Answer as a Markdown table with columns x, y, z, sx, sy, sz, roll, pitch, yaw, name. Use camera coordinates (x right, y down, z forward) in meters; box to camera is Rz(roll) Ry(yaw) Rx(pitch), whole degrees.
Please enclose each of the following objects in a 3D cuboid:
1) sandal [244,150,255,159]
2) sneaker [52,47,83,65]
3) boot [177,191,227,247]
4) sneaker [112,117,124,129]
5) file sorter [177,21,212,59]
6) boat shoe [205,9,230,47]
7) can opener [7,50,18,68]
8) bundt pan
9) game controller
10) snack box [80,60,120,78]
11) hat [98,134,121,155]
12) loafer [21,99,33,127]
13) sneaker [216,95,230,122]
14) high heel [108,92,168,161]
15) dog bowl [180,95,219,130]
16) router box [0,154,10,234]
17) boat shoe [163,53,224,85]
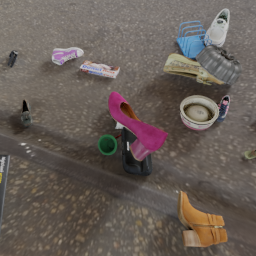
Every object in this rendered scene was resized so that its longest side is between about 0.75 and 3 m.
| x | y | z | sx | sy | sz | roll | pitch | yaw | name |
| --- | --- | --- | --- | --- | --- | --- | --- | --- | --- |
| 4.425 | 0.875 | 9.767 | 0.804 | 0.230 | 0.319 | -7 | 53 | -5 | sandal |
| -2.769 | -3.217 | 12.818 | 1.423 | 0.516 | 0.811 | -3 | 58 | 7 | sneaker |
| 2.137 | 2.600 | 8.174 | 1.253 | 0.619 | 1.614 | -5 | 54 | -2 | boot |
| -0.262 | -0.586 | 10.784 | 0.665 | 0.572 | 1.571 | 5 | 52 | -20 | sneaker |
| 3.108 | -4.152 | 13.179 | 1.111 | 0.982 | 1.601 | -10 | 53 | -6 | file sorter |
| 4.437 | -4.979 | 13.866 | 0.990 | 0.899 | 2.692 | 15 | 54 | 11 | boat shoe |
| -5.299 | -3.177 | 12.900 | 0.338 | 0.419 | 1.066 | 22 | 47 | -33 | can opener |
| 3.879 | -2.729 | 11.653 | 2.056 | 0.772 | 2.056 | 22 | 37 | -17 | bundt pan |
| 0.291 | 0.731 | 9.690 | 1.033 | 0.417 | 1.980 | 5 | 51 | -10 | game controller |
| -1.253 | -2.628 | 12.489 | 1.673 | 0.203 | 0.601 | 13 | 53 | 10 | snack box |
| -0.517 | 0.544 | 10.072 | 0.881 | 0.775 | 0.729 | -11 | 90 | 26 | hat |
| -3.962 | -0.593 | 10.808 | 0.429 | 0.376 | 1.195 | -13 | 53 | -10 | loafer |
| 3.675 | -0.784 | 10.878 | 0.426 | 0.498 | 1.214 | 17 | 54 | 13 | sneaker |
| 0.313 | -0.417 | 9.327 | 0.971 | 1.384 | 2.879 | 5 | 49 | -48 | high heel |
| 2.669 | -0.545 | 10.674 | 1.463 | 0.539 | 1.463 | 0 | 52 | 0 | dog bowl |
| -4.722 | 2.064 | 8.126 | 2.137 | 0.732 | 2.865 | 6 | 50 | -22 | router box |
| 2.841 | -2.346 | 11.918 | 2.725 | 0.999 | 0.854 | 27 | 91 | 26 | boat shoe |
